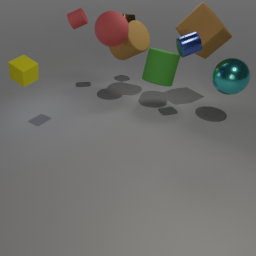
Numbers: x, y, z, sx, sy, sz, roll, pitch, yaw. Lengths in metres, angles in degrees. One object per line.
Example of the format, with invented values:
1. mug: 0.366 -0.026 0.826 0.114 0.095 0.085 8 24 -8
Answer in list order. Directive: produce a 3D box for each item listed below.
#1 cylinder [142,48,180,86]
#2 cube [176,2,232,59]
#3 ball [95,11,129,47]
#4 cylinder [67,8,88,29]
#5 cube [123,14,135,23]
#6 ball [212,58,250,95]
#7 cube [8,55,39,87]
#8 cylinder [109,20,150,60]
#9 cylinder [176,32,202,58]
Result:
1. cylinder: 1.456 -2.707 12.432 1.400 1.400 1.400 13 18 -4
2. cube: 3.083 -3.883 11.351 1.400 1.400 1.400 -3 59 -56
3. ball: -0.664 -4.050 11.469 1.400 1.400 1.400 0 30 0
4. cylinder: -2.237 -4.851 12.438 0.700 0.700 0.700 -20 28 10
5. cube: -0.092 -5.112 13.715 0.700 0.700 0.700 -14 10 -38
6. ball: 3.964 -1.983 10.818 1.400 1.400 1.400 0 30 0
7. cube: -3.648 -2.002 9.825 0.700 0.700 0.700 32 47 14
8. cylinder: 0.043 -3.965 12.784 1.400 1.400 1.400 -10 15 48
9. cylinder: 2.135 -2.926 9.844 0.700 0.700 0.700 -20 32 0
